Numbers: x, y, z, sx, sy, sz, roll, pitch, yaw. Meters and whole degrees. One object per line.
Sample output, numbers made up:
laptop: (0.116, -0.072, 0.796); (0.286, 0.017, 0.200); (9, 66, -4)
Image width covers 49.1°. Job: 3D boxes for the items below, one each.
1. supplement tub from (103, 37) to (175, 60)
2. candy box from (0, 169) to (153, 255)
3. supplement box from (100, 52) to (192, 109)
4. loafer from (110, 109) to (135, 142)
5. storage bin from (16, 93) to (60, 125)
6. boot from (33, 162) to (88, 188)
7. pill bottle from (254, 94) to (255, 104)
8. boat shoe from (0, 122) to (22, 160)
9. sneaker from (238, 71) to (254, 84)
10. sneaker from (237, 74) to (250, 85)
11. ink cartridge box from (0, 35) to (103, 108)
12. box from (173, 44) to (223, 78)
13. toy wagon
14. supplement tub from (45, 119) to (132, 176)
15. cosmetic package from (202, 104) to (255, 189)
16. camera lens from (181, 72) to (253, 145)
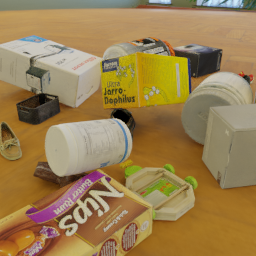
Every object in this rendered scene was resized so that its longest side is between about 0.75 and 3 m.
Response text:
supplement tub: (0.508, -2.587, 10.960); (1.705, 1.705, 2.782); (23, 35, 36)
candy box: (-0.898, 1.584, 4.121); (2.335, 0.659, 1.362); (-24, 35, -36)
supplement box: (0.558, -1.213, 7.512); (1.266, 1.274, 2.326); (1, 7, 44)
loafer: (-0.140, -0.218, 7.583); (0.721, 0.631, 2.007); (-2, 28, -2)
storage bin: (-2.678, -0.599, 8.438); (0.768, 0.532, 1.135); (13, 30, 24)
boot: (-1.460, 1.039, 5.423); (1.266, 0.407, 1.180); (17, 19, 24)
pill bottle: (4.055, -1.091, 7.001); (1.515, 2.705, 1.515); (-2, 28, 1)
boat shoe: (-2.889, 0.311, 6.732); (0.441, 0.377, 1.203); (-16, 43, -34)
sneaker: (4.518, -2.080, 11.341); (1.064, 0.452, 0.410); (9, 29, 16)
sneaker: (3.857, -1.745, 10.524); (1.464, 0.619, 0.545); (2, 27, 4)
ink cartridge box: (-2.634, -2.062, 9.768); (2.938, 1.261, 2.151); (19, 31, 8)
box: (3.017, -3.089, 12.642); (1.701, 1.057, 1.714); (-22, 35, -34)
toy wagon: (0.469, 1.111, 5.392); (1.269, 0.324, 1.636); (-22, 34, -36)
supplement tub: (-0.703, 0.323, 5.208); (1.398, 0.922, 0.922); (-9, 27, -40)
cosmetic package: (3.017, 0.284, 5.814); (2.649, 1.415, 1.195); (-2, 28, -7)
camera lens: (2.331, -0.543, 7.238); (1.497, 1.497, 1.871); (15, 31, 26)
